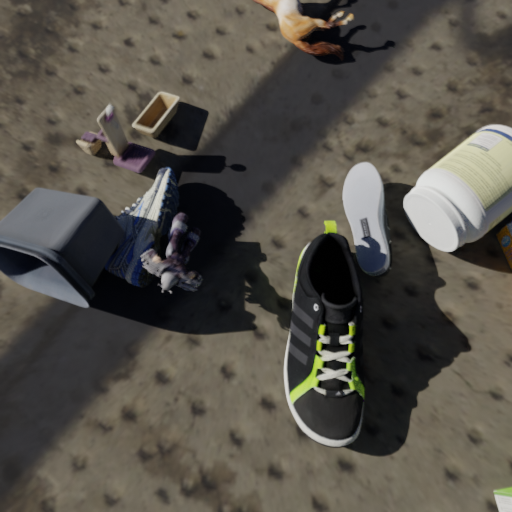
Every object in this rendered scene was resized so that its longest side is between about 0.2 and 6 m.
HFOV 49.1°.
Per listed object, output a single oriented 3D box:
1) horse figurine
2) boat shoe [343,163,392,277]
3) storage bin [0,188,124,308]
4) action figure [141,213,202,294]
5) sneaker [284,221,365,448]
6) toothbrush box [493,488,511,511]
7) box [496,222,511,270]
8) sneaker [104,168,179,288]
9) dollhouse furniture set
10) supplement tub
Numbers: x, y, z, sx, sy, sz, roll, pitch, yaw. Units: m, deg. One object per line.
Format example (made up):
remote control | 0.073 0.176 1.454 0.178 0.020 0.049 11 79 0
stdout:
horse figurine | 0.894 -4.814 11.009 1.583 0.596 2.389 -23 76 0
boat shoe | 1.927 -0.593 9.565 0.690 0.570 2.012 -11 71 25
storage bin | -3.148 -0.191 8.966 2.077 1.511 1.395 13 58 33
action figure | -1.243 0.050 8.767 1.006 0.536 1.546 36 36 -20
sneaker | 1.031 1.129 8.529 1.221 1.411 3.406 -2 71 -1
toothbrush box | 4.802 3.507 7.526 2.406 1.752 1.036 -8 71 -2
box | 5.187 0.269 9.319 1.568 0.546 2.635 -14 69 -5
sneaker | -1.976 -0.596 9.475 0.916 0.828 2.149 14 71 9
dollhouse furniture set | -2.309 -2.627 9.915 1.345 1.205 1.697 21 63 21
supplement tub | 3.580 -1.104 9.316 1.938 1.405 1.405 -37 75 -11
